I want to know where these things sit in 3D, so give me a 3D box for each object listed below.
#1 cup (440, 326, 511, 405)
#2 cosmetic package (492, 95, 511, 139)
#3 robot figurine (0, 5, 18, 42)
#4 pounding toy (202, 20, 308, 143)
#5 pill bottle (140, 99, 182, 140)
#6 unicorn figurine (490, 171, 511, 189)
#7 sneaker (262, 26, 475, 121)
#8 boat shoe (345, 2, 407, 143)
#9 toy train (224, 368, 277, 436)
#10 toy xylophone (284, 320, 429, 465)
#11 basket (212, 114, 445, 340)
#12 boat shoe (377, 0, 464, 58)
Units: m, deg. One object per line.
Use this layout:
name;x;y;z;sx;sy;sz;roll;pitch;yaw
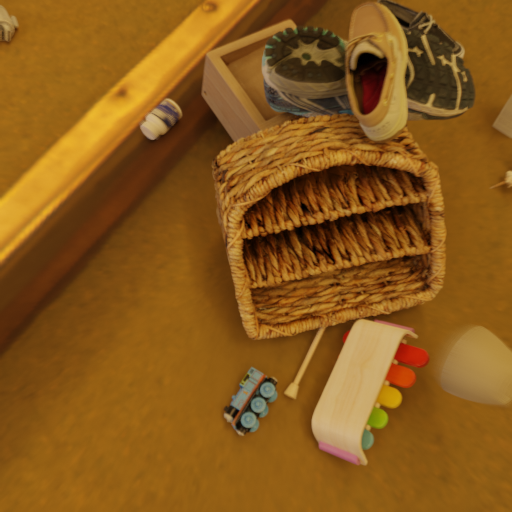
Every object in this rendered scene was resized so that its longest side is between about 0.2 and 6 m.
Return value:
cup;2.922;1.481;7.081;0.972;0.972;0.695;-39;41;-17
cosmetic package;4.972;-2.831;10.436;0.475;1.170;0.660;40;70;18
robot figurine;-5.476;-4.950;11.853;0.808;0.538;0.953;-13;61;-35
pounding toy;0.899;-2.664;10.345;2.617;1.363;2.979;-29;77;-19
pill bottle;-1.830;-2.594;10.716;0.456;0.456;0.762;34;68;16
unicorn figurine;5.074;-1.559;10.164;1.352;0.499;0.928;15;71;4
sneaker;1.750;-2.740;9.045;3.415;1.474;1.325;8;71;-4
boat shoe;1.631;-2.694;7.784;0.817;0.733;2.209;-18;66;32
toy train;-0.085;2.178;8.371;0.556;0.422;0.973;27;68;22
toy xylophone;1.433;1.814;8.327;1.638;0.562;2.237;20;70;44
basket;1.133;-0.524;8.484;3.285;2.345;2.447;-10;55;-6
boat shoe;3.370;-4.687;11.620;2.113;0.716;0.758;36;69;16
